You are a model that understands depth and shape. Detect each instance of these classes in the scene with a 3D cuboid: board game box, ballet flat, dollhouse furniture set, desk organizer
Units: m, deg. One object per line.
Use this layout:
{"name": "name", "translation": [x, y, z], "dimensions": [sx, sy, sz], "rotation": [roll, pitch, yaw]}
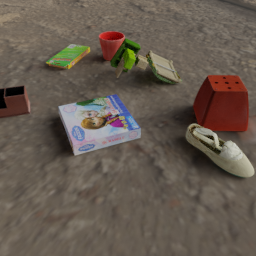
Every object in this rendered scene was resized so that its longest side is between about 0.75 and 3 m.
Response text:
{"name": "board game box", "translation": [-1.019, -0.215, 9.442], "dimensions": [2.210, 0.456, 2.215], "rotation": [-15, 41, -18]}
{"name": "ballet flat", "translation": [2.649, 0.571, 8.226], "dimensions": [0.807, 0.807, 2.324], "rotation": [-29, 47, -32]}
{"name": "board game box", "translation": [-2.877, -3.472, 13.624], "dimensions": [1.113, 0.349, 2.329], "rotation": [13, 38, 17]}
{"name": "dollhouse furniture set", "translation": [0.751, -2.460, 12.147], "dimensions": [2.642, 1.326, 1.731], "rotation": [17, 39, -25]}
{"name": "desk organizer", "translation": [-4.641, -0.875, 9.985], "dimensions": [2.098, 0.808, 0.753], "rotation": [-10, 40, -12]}

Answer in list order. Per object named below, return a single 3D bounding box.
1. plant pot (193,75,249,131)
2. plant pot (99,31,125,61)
{"name": "plant pot", "translation": [3.232, -0.935, 9.561], "dimensions": [1.605, 1.414, 1.603], "rotation": [1, 38, 1]}
{"name": "plant pot", "translation": [-0.772, -3.940, 13.578], "dimensions": [1.241, 1.098, 1.241], "rotation": [0, 38, 0]}
